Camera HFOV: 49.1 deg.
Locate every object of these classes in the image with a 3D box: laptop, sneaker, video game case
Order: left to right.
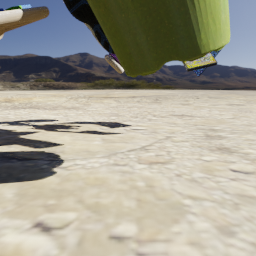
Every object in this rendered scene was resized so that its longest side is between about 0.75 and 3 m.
[{"bbox_3d":[-0.992,-3.157,7.242,1.061,2.804,1.080,-33,47,3],"label":"sneaker"},{"bbox_3d":[1.850,-1.911,7.574,0.866,0.783,0.110,-15,-32,-11],"label":"video game case"},{"bbox_3d":[2.227,-2.650,9.022,1.464,1.371,0.848,42,22,10],"label":"laptop"}]

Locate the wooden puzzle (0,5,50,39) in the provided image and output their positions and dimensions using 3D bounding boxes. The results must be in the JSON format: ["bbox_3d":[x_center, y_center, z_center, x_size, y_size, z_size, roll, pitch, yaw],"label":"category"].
[{"bbox_3d":[-3.293,-2.503,6.743,2.170,0.502,2.010,-8,22,34],"label":"wooden puzzle"}]

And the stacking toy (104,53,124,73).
[{"bbox_3d":[0.135,-2.905,9.831,0.860,2.015,0.860,44,4,-4],"label":"stacking toy"}]

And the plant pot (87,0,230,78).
[{"bbox_3d":[0.399,-2.414,4.410,2.956,2.807,2.956,-19,15,6],"label":"plant pot"}]
